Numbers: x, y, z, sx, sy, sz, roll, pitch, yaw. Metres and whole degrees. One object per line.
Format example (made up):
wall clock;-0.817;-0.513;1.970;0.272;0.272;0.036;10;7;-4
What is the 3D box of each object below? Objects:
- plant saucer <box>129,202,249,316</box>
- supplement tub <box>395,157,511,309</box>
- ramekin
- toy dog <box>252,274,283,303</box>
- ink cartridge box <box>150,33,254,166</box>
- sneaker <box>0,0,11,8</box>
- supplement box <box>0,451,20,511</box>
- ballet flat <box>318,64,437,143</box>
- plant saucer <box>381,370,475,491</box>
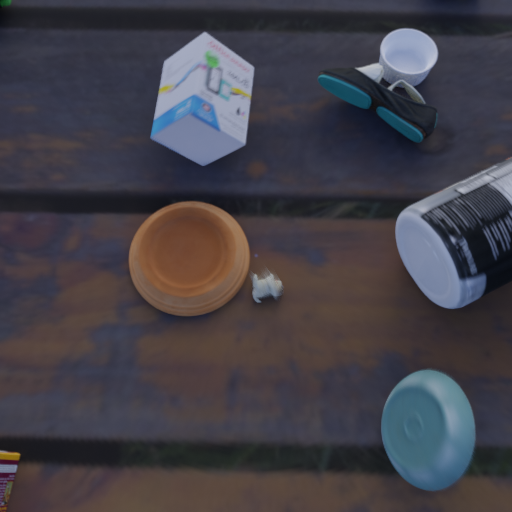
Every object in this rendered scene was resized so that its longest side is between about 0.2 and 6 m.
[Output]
plant saucer;-0.961;-0.019;7.973;1.737;0.325;1.737;0;70;0
supplement tub;3.253;-0.428;7.495;2.427;1.487;1.487;-25;71;-9
ramekin;2.430;-3.181;9.095;0.902;0.440;0.902;0;70;0
toy dog;0.169;0.444;7.828;0.425;0.296;0.412;4;74;-2
ink cartridge box;-0.775;-2.269;8.245;1.014;1.009;1.382;23;63;-39
sneaker;-4.978;-3.894;9.126;0.972;0.890;2.281;29;72;10
supplement box;-3.352;2.977;6.629;0.556;0.717;1.299;6;69;3
ballet flat;1.933;-2.509;8.725;1.975;0.672;0.676;32;85;2
plant saucer;1.943;2.046;6.679;0.248;1.382;1.382;16;66;-29
